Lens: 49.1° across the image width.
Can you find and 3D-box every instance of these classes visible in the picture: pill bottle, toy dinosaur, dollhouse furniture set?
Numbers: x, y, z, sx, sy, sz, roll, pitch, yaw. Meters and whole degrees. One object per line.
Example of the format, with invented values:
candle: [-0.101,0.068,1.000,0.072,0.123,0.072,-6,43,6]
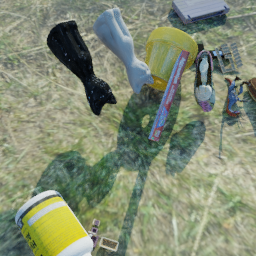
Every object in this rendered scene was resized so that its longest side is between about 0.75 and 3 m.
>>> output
pill bottle: [-1.803,3.018,7.443,1.384,1.384,2.488,-35,64,-19]
toy dinosaur: [4.026,-1.149,10.549,0.841,1.602,1.454,30,90,-14]
dollhouse furniture set: [-0.673,3.003,7.874,0.916,0.650,0.726,15,60,9]

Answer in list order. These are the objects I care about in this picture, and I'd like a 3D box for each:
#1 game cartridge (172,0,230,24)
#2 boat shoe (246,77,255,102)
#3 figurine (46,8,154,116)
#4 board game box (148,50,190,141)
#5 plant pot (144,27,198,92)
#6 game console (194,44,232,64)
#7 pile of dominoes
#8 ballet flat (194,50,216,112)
game cartridge: [3.416,-5.747,13.294,2.331,0.447,1.511,-18,57,-10]
boat shoe: [5.306,-1.106,10.275,0.810,0.760,2.249,-24,62,-13]
figurine: [-0.667,-2.139,9.079,2.894,1.246,2.823,-31,91,-32]
board game box: [1.286,-0.946,9.046,0.277,1.466,2.847,20,89,3]
plant pot: [1.421,-2.449,10.562,1.934,1.934,1.819,21,78,12]
game console: [3.482,-3.167,11.840,1.739,0.210,1.026,-2,59,-2]
pile of dominoes: [4.159,-2.891,11.580,0.957,0.195,1.227,-13,79,-3]
ballet flat: [2.675,-1.664,9.885,0.759,0.782,2.196,-1,91,20]
